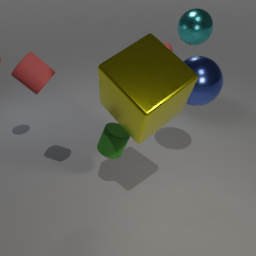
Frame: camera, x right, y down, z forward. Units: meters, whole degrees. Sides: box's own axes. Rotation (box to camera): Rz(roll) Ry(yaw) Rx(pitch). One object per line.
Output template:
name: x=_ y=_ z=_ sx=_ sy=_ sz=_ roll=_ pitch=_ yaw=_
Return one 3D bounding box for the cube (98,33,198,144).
cube: x=0.348 y=-0.791 z=5.900 sx=1.400 sy=1.400 sz=1.400 roll=-37 pitch=72 yaw=-18

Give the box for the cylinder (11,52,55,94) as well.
cylinder: x=-2.158 y=-1.252 z=6.420 sx=0.700 sy=0.700 sz=0.700 roll=40 pitch=26 yaw=-19

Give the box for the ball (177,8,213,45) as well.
ball: x=2.690 y=-4.036 z=11.223 sx=1.400 sy=1.400 sz=1.400 roll=0 pitch=31 yaw=0

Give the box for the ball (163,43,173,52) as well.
ball: x=1.840 y=-3.817 z=13.746 sx=0.700 sy=0.700 sz=0.700 roll=0 pitch=31 yaw=0

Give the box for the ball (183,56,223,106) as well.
ball: x=1.975 y=-1.328 z=7.972 sx=1.400 sy=1.400 sz=1.400 roll=0 pitch=31 yaw=0

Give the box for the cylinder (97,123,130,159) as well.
cylinder: x=-0.381 y=0.332 z=7.369 sx=0.700 sy=0.700 sz=0.700 roll=19 pitch=30 yaw=-11
